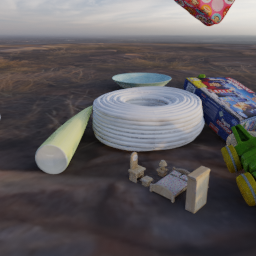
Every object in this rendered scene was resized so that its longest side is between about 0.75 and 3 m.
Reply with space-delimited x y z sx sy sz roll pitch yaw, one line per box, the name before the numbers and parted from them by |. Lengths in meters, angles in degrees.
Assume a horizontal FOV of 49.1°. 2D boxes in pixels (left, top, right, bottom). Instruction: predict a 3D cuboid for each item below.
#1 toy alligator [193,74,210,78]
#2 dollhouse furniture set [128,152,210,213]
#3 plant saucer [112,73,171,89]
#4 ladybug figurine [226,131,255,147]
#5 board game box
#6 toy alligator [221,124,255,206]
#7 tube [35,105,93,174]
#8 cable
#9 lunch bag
toy alligator | 3.150 -1.974 12.059 0.771 0.559 2.327 4 20 13
dollhouse furniture set | 0.709 0.736 4.637 1.338 0.592 0.693 18 27 41
plant saucer | 0.591 -1.964 12.146 2.554 0.492 2.554 0 19 0
ladybug figurine | 2.463 0.436 5.369 1.156 0.785 0.416 11 54 28
board game box | 2.963 -0.585 7.487 2.264 0.699 2.266 -4 36 -24
toy alligator | 2.213 0.906 4.155 0.983 0.713 2.966 -23 28 12
tube | -1.273 0.144 6.144 0.701 0.628 2.418 -3 21 5
cable | 0.486 -0.321 6.963 2.762 0.956 2.763 0 20 -1
lunch bag | 2.200 -3.855 7.791 1.664 1.466 0.682 31 5 -14
